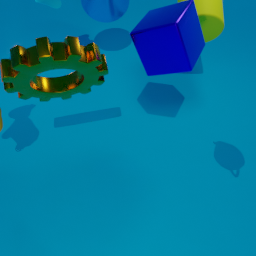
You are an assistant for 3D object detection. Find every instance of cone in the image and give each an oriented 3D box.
[{"bbox_3d":[-0.681,-4.317,8.470,1.611,1.617,1.611,0,87,-5],"label":"cone"}]

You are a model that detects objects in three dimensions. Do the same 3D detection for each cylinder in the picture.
[{"bbox_3d":[1.984,-3.190,7.734,1.211,1.211,1.211,2,71,2],"label":"cylinder"}]

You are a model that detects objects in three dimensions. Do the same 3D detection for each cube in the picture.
[{"bbox_3d":[0.846,-1.814,5.743,1.034,1.034,1.034,1,44,36],"label":"cube"}]

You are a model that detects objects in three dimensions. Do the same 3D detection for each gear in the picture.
[{"bbox_3d":[-1.430,-1.090,5.600,2.018,2.018,0.373,-11,76,-9],"label":"gear"}]

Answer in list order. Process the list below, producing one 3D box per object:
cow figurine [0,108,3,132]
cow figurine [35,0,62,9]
[{"bbox_3d":[-3.271,-0.709,6.015,1.491,1.467,0.819,36,37,24],"label":"cow figurine"},{"bbox_3d":[-2.365,-4.314,7.891,1.699,1.727,0.948,-10,61,-54],"label":"cow figurine"}]
